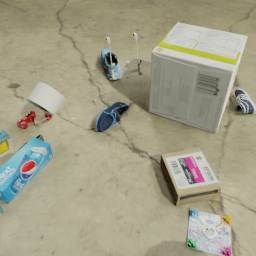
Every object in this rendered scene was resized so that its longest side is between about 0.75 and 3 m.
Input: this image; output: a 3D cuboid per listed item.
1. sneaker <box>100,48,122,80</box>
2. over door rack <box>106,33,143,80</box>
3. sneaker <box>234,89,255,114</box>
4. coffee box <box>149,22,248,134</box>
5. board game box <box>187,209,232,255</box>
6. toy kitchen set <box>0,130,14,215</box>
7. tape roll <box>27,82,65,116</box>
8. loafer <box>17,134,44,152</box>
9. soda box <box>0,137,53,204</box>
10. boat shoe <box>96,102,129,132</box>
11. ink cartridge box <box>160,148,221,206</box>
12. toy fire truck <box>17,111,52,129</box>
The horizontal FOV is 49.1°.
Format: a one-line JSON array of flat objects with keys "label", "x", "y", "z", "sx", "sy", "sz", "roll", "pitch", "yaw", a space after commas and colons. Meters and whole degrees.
[{"label": "sneaker", "x": -0.831, "y": -3.485, "z": 14.272, "sx": 0.950, "sy": 1.090, "sz": 2.423, "roll": -12, "pitch": 45, "yaw": -13}, {"label": "over door rack", "x": -0.128, "y": -3.084, "z": 12.072, "sx": 1.376, "sy": 1.863, "sz": 0.620, "roll": -13, "pitch": 15, "yaw": -15}, {"label": "sneaker", "x": 4.899, "y": -1.169, "z": 12.277, "sx": 0.814, "sy": 0.526, "sz": 1.500, "roll": -10, "pitch": 48, "yaw": -12}, {"label": "coffee box", "x": 2.797, "y": -2.149, "z": 11.515, "sx": 2.966, "sy": 2.961, "sz": 2.933, "roll": 19, "pitch": 47, "yaw": 18}, {"label": "board game box", "x": 2.395, "y": 3.020, "z": 8.177, "sx": 1.224, "sy": 0.158, "sz": 1.225, "roll": 10, "pitch": 45, "yaw": 10}, {"label": "toy kitchen set", "x": -4.375, "y": 1.209, "z": 9.068, "sx": 2.085, "sy": 1.533, "sz": 2.603, "roll": -34, "pitch": 54, "yaw": -31}, {"label": "tape roll", "x": -2.914, "y": -1.031, "z": 9.986, "sx": 1.092, "sy": 1.092, "sz": 0.750, "roll": 25, "pitch": 77, "yaw": 24}, {"label": "loafer", "x": -3.694, "y": 0.604, "z": 10.553, "sx": 0.397, "sy": 0.348, "sz": 1.105, "roll": 33, "pitch": 53, "yaw": 30}, {"label": "soda box", "x": -3.586, "y": 1.359, "z": 9.471, "sx": 0.772, "sy": 0.731, "sz": 2.277, "roll": 20, "pitch": 47, "yaw": 19}, {"label": "boat shoe", "x": -0.599, "y": -0.541, "z": 11.397, "sx": 0.661, "sy": 0.810, "sz": 1.925, "roll": 10, "pitch": 46, "yaw": 28}, {"label": "ink cartridge box", "x": 2.011, "y": 1.575, "z": 9.316, "sx": 1.458, "sy": 0.665, "sz": 1.770, "roll": -10, "pitch": 44, "yaw": -9}, {"label": "toy fire truck", "x": -3.843, "y": -0.337, "z": 11.569, "sx": 0.867, "sy": 0.300, "sz": 1.230, "roll": 21, "pitch": 48, "yaw": 20}]
